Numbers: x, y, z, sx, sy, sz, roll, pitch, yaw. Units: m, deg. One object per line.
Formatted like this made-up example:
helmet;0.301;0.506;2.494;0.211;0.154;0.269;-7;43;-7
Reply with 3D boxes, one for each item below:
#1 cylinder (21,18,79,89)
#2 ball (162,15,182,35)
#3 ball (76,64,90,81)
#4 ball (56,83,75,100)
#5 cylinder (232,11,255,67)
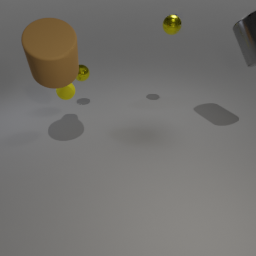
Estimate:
cylinder;-2.103;-2.045;7.809;1.400;1.400;1.400;3;66;-6
ball;1.612;-3.773;10.246;0.700;0.700;0.700;0;30;0
ball;-1.949;-2.297;11.692;0.700;0.700;0.700;0;30;0
ball;-2.307;-1.389;10.377;0.700;0.700;0.700;0;30;0
cylinder;4.199;-2.828;8.744;1.400;1.400;1.400;-20;-3;-1
